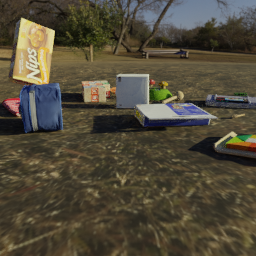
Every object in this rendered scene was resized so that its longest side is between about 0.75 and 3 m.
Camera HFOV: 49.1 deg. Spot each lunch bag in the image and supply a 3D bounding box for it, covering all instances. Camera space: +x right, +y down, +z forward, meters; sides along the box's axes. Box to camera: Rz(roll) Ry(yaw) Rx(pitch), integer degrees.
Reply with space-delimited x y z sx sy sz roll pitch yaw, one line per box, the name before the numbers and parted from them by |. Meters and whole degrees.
lunch bag | -3.186 -0.796 10.115 1.494 1.534 2.258 -4 16 -15

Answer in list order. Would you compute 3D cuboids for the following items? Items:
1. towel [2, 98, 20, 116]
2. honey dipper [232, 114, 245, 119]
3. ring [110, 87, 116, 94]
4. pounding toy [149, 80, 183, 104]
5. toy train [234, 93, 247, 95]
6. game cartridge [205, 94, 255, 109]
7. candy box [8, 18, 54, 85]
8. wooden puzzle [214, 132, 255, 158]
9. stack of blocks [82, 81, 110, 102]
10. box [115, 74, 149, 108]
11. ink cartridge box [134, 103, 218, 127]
towel | -4.622 -1.091 13.249 2.062 0.321 2.852 -12 21 -32
honey dipper | 4.609 -0.511 11.618 0.817 0.155 0.155 -10 20 -36
ring | 0.261 -2.286 17.324 2.750 0.264 2.750 0 16 0
pounding toy | 1.744 -2.083 15.242 1.742 1.047 2.257 -13 21 -36
toy train | 6.635 -1.993 16.523 0.765 0.160 0.216 1 6 2
game cartridge | 5.161 -1.353 13.983 2.415 0.464 1.565 6 13 18
candy box | -3.853 -2.921 11.237 1.409 2.441 0.675 11 -9 -38
wooden puzzle | 3.633 0.473 8.003 1.858 0.346 1.719 13 21 36
stack of blocks | -1.787 -2.108 15.785 1.519 0.772 2.637 -3 17 -11
box | 0.226 -1.758 13.315 1.541 1.533 1.007 2 17 5
ink cartridge box | 1.695 -0.439 10.703 2.518 0.599 2.548 -1 18 -9
